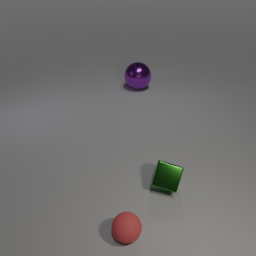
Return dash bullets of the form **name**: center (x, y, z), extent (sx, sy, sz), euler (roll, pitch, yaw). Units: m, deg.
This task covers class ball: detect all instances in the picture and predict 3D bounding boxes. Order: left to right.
- **ball**: center (-0.030, 2.295, 6.475), extent (0.700, 0.700, 0.700), euler (0, 30, 0)
- **ball**: center (0.505, -2.698, 14.511), extent (1.400, 1.400, 1.400), euler (0, 30, 0)

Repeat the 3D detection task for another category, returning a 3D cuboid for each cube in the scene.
- **cube**: center (1.093, 1.333, 7.862), extent (0.700, 0.700, 0.700), euler (17, -2, 6)
